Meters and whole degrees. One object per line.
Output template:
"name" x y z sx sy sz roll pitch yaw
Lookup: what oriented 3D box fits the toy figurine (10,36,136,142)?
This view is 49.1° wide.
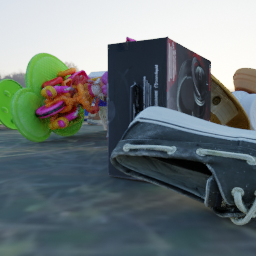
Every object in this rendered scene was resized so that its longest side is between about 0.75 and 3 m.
"toy figurine" -0.725 -1.009 6.324 2.701 2.203 2.935 -16 21 23

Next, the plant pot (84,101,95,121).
"plant pot" -2.041 -1.163 14.002 1.677 1.677 1.508 -2 13 -27

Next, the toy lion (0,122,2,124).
"toy lion" -6.116 -0.394 11.028 2.045 0.732 2.133 5 0 -41

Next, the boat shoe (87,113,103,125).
"boat shoe" -0.768 -0.521 11.473 2.002 0.719 0.758 -5 7 -45

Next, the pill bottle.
"pill bottle" 2.708 -0.413 7.657 1.165 1.165 2.127 -3 5 -30

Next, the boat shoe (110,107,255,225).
"boat shoe" 0.777 0.379 2.054 1.946 0.688 0.620 14 46 30

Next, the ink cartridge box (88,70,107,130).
"ink cartridge box" 0.045 -0.727 7.936 2.006 1.987 0.435 2 42 19

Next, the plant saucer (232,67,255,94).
"plant saucer" 4.072 -0.690 7.884 2.742 0.513 2.742 36 4 -3

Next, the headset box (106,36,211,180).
"headset box" 0.467 -0.235 3.622 0.779 1.502 2.018 2 5 29

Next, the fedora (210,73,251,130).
"fedora" 1.142 -0.538 5.696 2.748 1.121 2.748 42 5 -5

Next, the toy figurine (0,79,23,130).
"toy figurine" -4.446 -0.548 9.493 1.996 1.628 2.169 -8 -20 20
